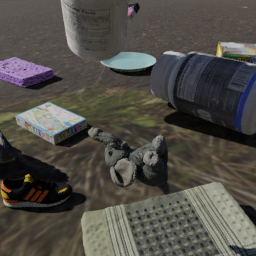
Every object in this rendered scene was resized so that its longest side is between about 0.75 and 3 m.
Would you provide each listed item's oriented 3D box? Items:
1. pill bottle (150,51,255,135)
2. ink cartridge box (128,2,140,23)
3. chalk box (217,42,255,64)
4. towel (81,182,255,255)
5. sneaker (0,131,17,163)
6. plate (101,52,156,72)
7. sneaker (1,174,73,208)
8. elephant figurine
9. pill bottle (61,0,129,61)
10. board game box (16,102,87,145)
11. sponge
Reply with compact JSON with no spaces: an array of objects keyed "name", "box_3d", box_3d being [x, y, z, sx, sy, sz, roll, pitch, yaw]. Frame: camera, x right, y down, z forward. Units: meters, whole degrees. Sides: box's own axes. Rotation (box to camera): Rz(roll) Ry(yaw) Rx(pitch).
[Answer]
[{"name":"pill bottle","box_3d":[2.173,-1.082,7.519,2.983,1.697,1.697,25,39,36]},{"name":"ink cartridge box","box_3d":[-0.394,-3.416,8.574,1.462,0.271,0.692,2,53,35]},{"name":"chalk box","box_3d":[4.013,-1.668,8.665,2.525,1.563,1.571,7,30,11]},{"name":"towel","box_3d":[0.801,1.944,3.754,2.596,0.466,2.696,-10,34,-11]},{"name":"sneaker","box_3d":[-3.465,0.398,5.980,2.616,1.015,1.129,15,48,32]},{"name":"plate","box_3d":[0.019,-2.719,11.675,2.290,0.293,2.290,0,31,0]},{"name":"sneaker","box_3d":[-1.619,1.076,4.971,1.227,0.552,0.429,-4,31,-6]},{"name":"elephant figurine","box_3d":[0.011,0.390,3.377,0.905,0.640,0.702,-4,63,15]},{"name":"pill bottle","box_3d":[-0.764,-3.105,6.511,1.610,2.816,1.610,2,58,-3]},{"name":"board game box","box_3d":[-2.019,-0.171,7.363,1.596,0.273,1.073,23,38,33]},{"name":"sponge","box_3d":[-4.141,-2.153,10.630,2.445,0.365,1.364,21,36,31]}]
